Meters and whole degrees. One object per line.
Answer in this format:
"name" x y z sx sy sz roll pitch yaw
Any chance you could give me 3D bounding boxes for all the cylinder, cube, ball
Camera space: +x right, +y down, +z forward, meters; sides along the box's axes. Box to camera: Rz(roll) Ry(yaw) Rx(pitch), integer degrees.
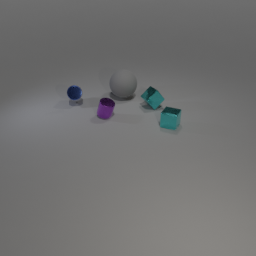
"cylinder" -0.989 -0.880 12.523 0.700 0.700 0.700 13 39 -10
"cube" 1.812 -0.412 11.893 0.700 0.700 0.700 14 33 22
"cube" 1.168 -1.438 13.336 0.700 0.700 0.700 -46 35 0
"cylinder" -2.575 -1.704 13.559 0.700 0.700 0.700 -4 7 -7
"ball" -0.235 -2.235 14.136 1.400 1.400 1.400 0 30 0
